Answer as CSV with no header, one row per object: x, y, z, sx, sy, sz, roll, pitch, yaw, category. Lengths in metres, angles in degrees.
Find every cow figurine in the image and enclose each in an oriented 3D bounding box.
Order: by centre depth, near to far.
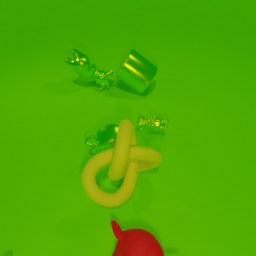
0.706,-0.119,8.325,0.880,0.866,0.483,14,79,-15,cow figurine
-1.309,-2.051,9.936,1.539,1.564,0.858,32,91,16,cow figurine

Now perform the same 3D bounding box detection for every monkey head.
0.107,2.293,5.041,1.494,1.075,0.900,21,85,29,monkey head

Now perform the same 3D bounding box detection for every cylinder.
0.298,-1.991,9.833,1.133,1.133,1.133,33,41,-10,cylinder

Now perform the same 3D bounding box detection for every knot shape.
-0.192,0.904,6.273,1.814,1.939,0.896,-47,52,-11,knot shape

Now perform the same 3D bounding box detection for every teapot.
-0.340,0.447,7.357,1.657,1.030,0.811,9,35,-16,teapot
